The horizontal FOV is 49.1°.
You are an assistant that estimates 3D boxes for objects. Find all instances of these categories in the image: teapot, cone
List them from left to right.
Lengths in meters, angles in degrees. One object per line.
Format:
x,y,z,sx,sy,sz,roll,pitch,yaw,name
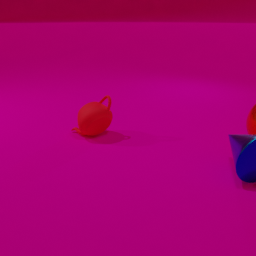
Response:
-0.943,-0.265,7.335,0.945,1.519,0.744,13,37,-55,teapot
2.318,0.366,5.620,1.042,1.042,1.046,-6,27,-14,cone

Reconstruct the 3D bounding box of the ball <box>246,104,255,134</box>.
3.434,-0.093,6.438,1.324,1.324,1.324,0,23,0,ball
